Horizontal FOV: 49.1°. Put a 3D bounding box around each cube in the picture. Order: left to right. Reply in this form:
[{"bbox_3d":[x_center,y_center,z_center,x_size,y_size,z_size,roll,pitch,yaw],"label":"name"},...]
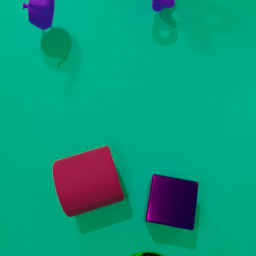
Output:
[{"bbox_3d":[0.963,1.727,6.500,1.039,1.039,1.039,10,73,3],"label":"cube"}]

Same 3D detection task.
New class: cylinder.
[{"bbox_3d":[-0.899,1.220,6.499,1.324,1.324,1.324,-17,73,-5],"label":"cylinder"}]

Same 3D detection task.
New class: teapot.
[{"bbox_3d":[-2.428,-3.231,7.594,0.811,1.656,1.030,5,108,-20],"label":"teapot"}]

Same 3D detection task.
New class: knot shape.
[{"bbox_3d":[0.958,-3.997,8.051,0.731,1.480,1.581,-6,80,17],"label":"knot shape"}]

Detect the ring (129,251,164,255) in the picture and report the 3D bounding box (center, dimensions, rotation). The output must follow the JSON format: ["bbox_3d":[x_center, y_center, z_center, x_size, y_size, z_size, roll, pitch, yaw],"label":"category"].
[{"bbox_3d":[0.406,3.698,6.013,1.943,0.389,1.943,4,72,-14],"label":"ring"}]
